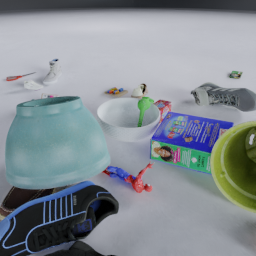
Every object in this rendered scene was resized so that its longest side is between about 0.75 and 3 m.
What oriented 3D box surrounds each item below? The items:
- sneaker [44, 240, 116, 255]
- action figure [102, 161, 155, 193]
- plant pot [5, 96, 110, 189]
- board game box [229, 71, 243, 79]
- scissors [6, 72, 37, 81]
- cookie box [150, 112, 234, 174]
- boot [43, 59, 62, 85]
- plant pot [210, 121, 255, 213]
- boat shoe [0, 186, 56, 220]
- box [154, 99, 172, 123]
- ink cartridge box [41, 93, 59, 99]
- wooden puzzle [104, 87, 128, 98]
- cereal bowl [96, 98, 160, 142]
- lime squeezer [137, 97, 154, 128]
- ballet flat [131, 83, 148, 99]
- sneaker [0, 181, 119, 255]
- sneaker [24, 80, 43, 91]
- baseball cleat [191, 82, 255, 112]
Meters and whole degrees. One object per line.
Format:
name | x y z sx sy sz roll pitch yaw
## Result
sneaker | -0.807 2.587 4.997 1.740 0.523 0.907 10 24 31
action figure | 0.076 1.147 7.483 1.683 0.549 0.833 25 55 37
plant pot | -1.924 0.159 7.347 2.737 1.834 2.737 -6 15 1
board game box | 5.903 -2.904 15.275 0.557 0.125 1.063 12 31 25
scissors | -5.679 -2.759 15.052 1.694 0.118 0.620 -16 31 -29
cookie box | 1.976 0.395 8.559 2.132 0.801 1.824 12 35 22
boot | -3.953 -2.968 14.512 0.738 0.959 2.006 0 29 0
plant pot | 3.497 0.709 7.071 2.227 2.227 2.048 18 22 30
boat shoe | -2.228 1.061 7.159 1.079 1.076 2.991 10 31 17
box | 1.188 -0.631 10.733 0.536 0.560 1.123 18 34 30
ink cartridge box | -3.254 -1.138 11.684 0.729 0.332 0.884 4 23 -17
wooden puzzle | -0.551 -1.712 13.041 0.877 0.203 0.812 18 33 29
cereal bowl | 0.003 -0.192 9.548 2.164 0.901 2.164 1 31 -1
lime squeezer | 0.721 -0.738 10.162 0.481 0.900 2.548 -13 20 25
ballet flat | 0.457 -1.523 12.216 0.612 0.605 1.799 3 27 14
sneaker | -1.396 1.935 5.731 1.052 0.947 2.701 18 32 42
sneaker | -4.537 -2.053 13.381 0.954 0.475 0.357 4 28 4
baseball cleat | 3.818 -1.128 11.412 1.551 1.016 2.915 -24 27 -25
